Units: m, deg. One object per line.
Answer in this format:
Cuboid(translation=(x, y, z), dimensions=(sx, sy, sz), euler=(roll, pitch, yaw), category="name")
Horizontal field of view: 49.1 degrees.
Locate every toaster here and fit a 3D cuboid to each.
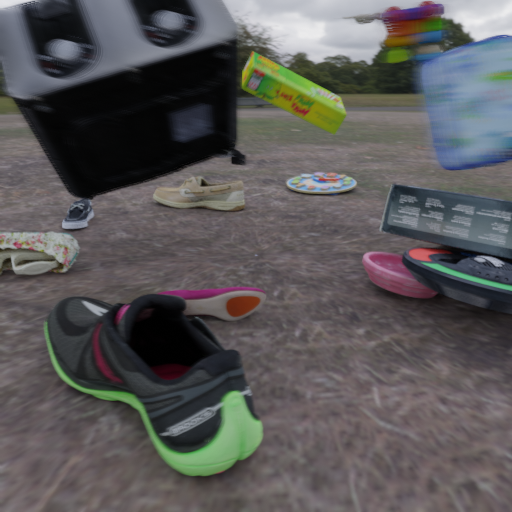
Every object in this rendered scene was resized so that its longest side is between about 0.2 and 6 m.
Cuboid(translation=(-2.059, -2.773, 9.463), dimensions=(3.353, 2.200, 3.708), euler=(-19, -20, -9), category="toaster")

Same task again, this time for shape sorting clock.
Cuboid(translation=(1.915, -2.161, 16.492), dimensions=(2.028, 0.398, 2.028), euler=(0, 18, 0), category="shape sorting clock")

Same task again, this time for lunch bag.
Cuboid(translation=(3.719, -2.492, 9.403), dimensions=(1.634, 2.033, 0.838), euler=(-7, 7, 34), category="lunch bag")

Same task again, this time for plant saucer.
Cuboid(translation=(2.342, 0.314, 8.855), dimensions=(1.390, 0.352, 1.390), euler=(12, 16, -3), category="plant saucer")

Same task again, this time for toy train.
Cuboid(translation=(2.676, -4.256, 10.918), dimensions=(1.829, 1.059, 0.774), euler=(-4, 28, 14), category="toy train")

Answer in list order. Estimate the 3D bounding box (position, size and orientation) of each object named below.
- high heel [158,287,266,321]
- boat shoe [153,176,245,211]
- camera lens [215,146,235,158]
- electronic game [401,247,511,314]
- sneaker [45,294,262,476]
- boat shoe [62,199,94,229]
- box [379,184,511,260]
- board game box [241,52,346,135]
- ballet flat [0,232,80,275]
Cuboid(translation=(-0.683, 0.580, 7.983), dimensions=(1.577, 0.532, 0.758), euler=(-8, 31, -13), category="high heel")
Cuboid(translation=(-1.475, -1.659, 14.327), dimensions=(2.482, 0.806, 0.895), euler=(7, 20, 19), category="boat shoe")
Cuboid(translation=(-0.730, -2.494, 12.066), dimensions=(0.520, 0.650, 0.520), euler=(-5, 29, 3), category="camera lens")
Cuboid(translation=(3.306, 0.289, 7.905), dimensions=(2.473, 0.515, 2.473), euler=(9, 13, -2), category="electronic game")
Cuboid(translation=(-1.123, 0.911, 5.756), dimensions=(3.218, 1.348, 1.235), euler=(17, 25, 41), category="sneaker")
Cuboid(translation=(-4.060, -0.996, 12.808), dimensions=(0.544, 0.514, 1.515), euler=(0, 18, 0), category="boat shoe")
Cuboid(translation=(4.347, -0.331, 9.059), dimensions=(3.705, 0.852, 2.945), euler=(15, 7, 37), category="box")
Cuboid(translation=(0.773, -3.390, 11.667), dimensions=(2.160, 0.514, 1.097), euler=(23, 31, -15), category="board game box")
Cuboid(translation=(-4.190, -0.002, 9.563), dimensions=(2.259, 0.854, 0.722), euler=(-4, 49, 0), category="ballet flat")
